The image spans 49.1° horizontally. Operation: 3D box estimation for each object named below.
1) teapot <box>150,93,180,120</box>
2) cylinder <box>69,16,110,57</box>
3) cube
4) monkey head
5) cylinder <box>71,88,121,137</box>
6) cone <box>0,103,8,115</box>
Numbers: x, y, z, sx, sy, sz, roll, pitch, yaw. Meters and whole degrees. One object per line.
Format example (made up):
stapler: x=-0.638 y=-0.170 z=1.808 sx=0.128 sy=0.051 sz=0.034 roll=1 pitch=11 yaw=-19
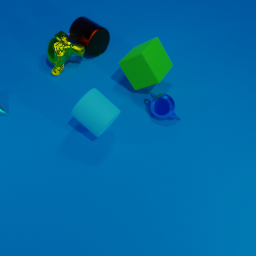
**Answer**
teapot: x=1.091 y=-0.632 z=8.351 sx=1.199 sy=0.745 sz=0.587 roll=45 pitch=20 yaw=8
cylinder: x=-1.381 y=-3.284 z=10.057 sx=1.070 sy=1.070 sz=1.070 roll=38 pitch=62 yaw=25
cube: x=0.560 y=-1.972 z=8.675 sx=1.040 sy=1.040 sz=1.040 roll=-10 pitch=33 yaw=45
monkey head: x=-2.150 y=-2.638 z=9.599 sx=1.215 sy=1.018 sz=1.689 roll=12 pitch=71 yaw=-20
cylinder: x=-0.857 y=-0.410 z=7.550 sx=0.955 sy=0.955 sz=0.955 roll=42 pitch=61 yaw=1
cone: x=-4.039 y=-0.620 z=8.473 sx=0.907 sy=0.904 sz=0.904 roll=30 pitch=55 yaw=-11
